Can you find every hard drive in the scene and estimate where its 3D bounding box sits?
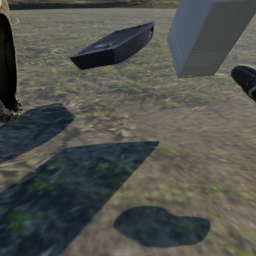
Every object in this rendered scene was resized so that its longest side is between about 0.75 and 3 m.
[{"bbox_3d":[-0.385,-2.762,9.388,1.963,0.616,2.911,-1,31,33],"label":"hard drive"}]

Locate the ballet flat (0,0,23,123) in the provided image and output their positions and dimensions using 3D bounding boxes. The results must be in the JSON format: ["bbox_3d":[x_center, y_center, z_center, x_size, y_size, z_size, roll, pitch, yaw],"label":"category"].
[{"bbox_3d":[-2.115,-1.095,4.485,0.645,2.783,0.938,33,47,20],"label":"ballet flat"}]

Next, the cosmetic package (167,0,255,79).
[{"bbox_3d":[1.988,-2.672,7.104,1.311,2.907,1.553,-5,70,-11],"label":"cosmetic package"}]

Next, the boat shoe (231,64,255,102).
[{"bbox_3d":[2.731,-0.859,5.934,0.468,0.529,1.445,-24,54,-30],"label":"boat shoe"}]
